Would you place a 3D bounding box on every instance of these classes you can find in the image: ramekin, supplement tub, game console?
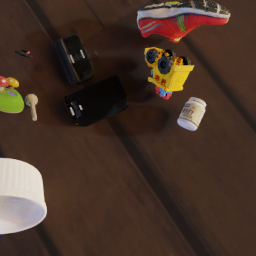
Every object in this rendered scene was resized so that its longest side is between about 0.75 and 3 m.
[{"bbox_3d":[-3.164,1.705,6.953,2.202,2.202,1.073,-11,51,-2],"label":"ramekin"},{"bbox_3d":[1.845,-0.406,8.054,0.595,0.595,0.820,26,80,5],"label":"supplement tub"},{"bbox_3d":[-1.280,-1.613,8.631,1.749,0.357,2.965,-23,80,-5],"label":"game console"}]

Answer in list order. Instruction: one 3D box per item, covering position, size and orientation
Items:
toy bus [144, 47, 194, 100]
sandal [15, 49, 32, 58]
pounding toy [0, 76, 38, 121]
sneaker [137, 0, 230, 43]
[{"bbox_3d":[1.051,-1.584,8.275,0.948,1.341,1.397,-12,40,-37],"label":"toy bus"},{"bbox_3d":[-2.979,-2.170,8.072,0.313,0.833,0.188,10,95,0],"label":"sandal"},{"bbox_3d":[-3.221,-0.998,7.742,1.641,1.266,0.761,19,110,-29],"label":"pounding toy"},{"bbox_3d":[1.635,-3.182,8.468,2.716,1.153,1.046,6,39,19],"label":"sneaker"}]
